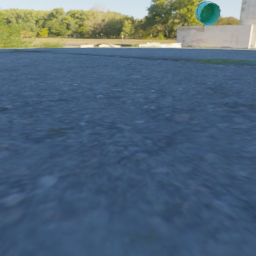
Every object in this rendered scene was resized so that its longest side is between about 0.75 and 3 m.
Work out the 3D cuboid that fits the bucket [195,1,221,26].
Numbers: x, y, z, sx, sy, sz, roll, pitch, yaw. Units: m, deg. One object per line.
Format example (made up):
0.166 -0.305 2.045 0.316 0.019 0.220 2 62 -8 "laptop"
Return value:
2.683 -3.893 9.490 0.777 0.777 0.506 -5 31 -13 "bucket"
